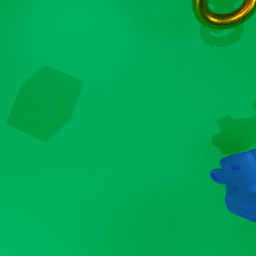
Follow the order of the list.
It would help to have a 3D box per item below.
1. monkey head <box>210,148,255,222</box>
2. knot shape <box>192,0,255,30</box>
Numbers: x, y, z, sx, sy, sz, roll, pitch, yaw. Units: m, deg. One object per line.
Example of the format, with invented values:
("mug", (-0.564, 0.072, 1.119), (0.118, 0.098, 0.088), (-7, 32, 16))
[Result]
("monkey head", (1.876, 0.644, 4.112), (1.283, 1.783, 1.075), (51, 40, -17))
("knot shape", (1.724, -2.979, 5.157), (1.925, 0.950, 2.057), (1, 110, -39))
